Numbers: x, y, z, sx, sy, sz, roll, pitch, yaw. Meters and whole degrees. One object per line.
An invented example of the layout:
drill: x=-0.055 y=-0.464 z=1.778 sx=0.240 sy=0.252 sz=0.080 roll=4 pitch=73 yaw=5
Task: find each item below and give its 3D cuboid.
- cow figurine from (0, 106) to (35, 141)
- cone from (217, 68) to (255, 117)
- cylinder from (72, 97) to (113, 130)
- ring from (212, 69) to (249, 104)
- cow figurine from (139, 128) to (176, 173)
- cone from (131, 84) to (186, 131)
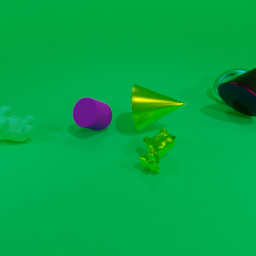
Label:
cow figurine: x=-3.496 y=0.063 z=7.745 sx=1.510 sy=1.485 sz=0.829 roll=22 pitch=42 yaw=-35
cone: x=3.992 y=-1.481 z=8.865 sx=1.616 sy=1.616 sz=1.622 roll=30 pitch=78 yaw=39
cylinder: x=-1.017 y=-0.396 z=8.136 sx=0.861 sy=0.861 sz=0.861 roll=18 pitch=2 yaw=26
ring: x=3.849 y=-1.515 z=10.116 sx=1.588 sy=0.318 sz=1.588 roll=-15 pitch=51 yaw=19
cow figurine: x=0.769 y=0.560 z=6.993 sx=1.128 sy=0.619 sz=1.109 roll=-30 pitch=30 yaw=-5
cone: x=0.945 y=-0.643 z=8.075 sx=1.408 sy=1.403 sz=1.403 roll=-4 pitch=30 yaw=16
